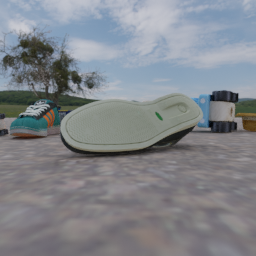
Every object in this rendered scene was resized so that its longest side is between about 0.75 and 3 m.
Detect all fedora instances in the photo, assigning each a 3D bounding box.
[{"bbox_3d":[4.194,-0.182,9.076,1.411,0.575,1.411,3,3,0],"label":"fedora"}]

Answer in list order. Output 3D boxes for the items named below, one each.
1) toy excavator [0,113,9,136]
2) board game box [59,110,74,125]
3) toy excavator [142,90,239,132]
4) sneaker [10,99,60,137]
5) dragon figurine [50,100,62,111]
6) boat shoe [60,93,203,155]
[{"bbox_3d":[-3.759,-0.018,7.006,1.084,0.557,1.115,1,12,39],"label":"toy excavator"},{"bbox_3d":[-0.663,-0.211,8.557,2.201,0.679,2.199,2,3,44],"label":"board game box"},{"bbox_3d":[1.978,-0.521,8.799,2.477,1.237,2.409,2,3,33],"label":"toy excavator"},{"bbox_3d":[-2.326,-0.275,7.128,0.840,0.940,2.353,0,3,1],"label":"sneaker"},{"bbox_3d":[-3.507,-0.458,12.677,0.762,1.287,2.589,-1,-17,12],"label":"dragon figurine"},{"bbox_3d":[0.108,0.053,4.338,2.459,0.883,0.831,-10,-29,-36],"label":"boat shoe"}]
